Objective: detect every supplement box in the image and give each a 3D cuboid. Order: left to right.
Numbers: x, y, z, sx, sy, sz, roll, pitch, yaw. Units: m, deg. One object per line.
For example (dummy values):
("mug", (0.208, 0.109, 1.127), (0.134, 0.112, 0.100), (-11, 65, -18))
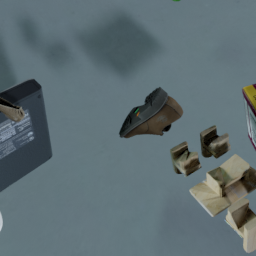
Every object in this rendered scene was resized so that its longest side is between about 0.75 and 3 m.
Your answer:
("supplement box", (2.932, -0.237, 4.471), (1.830, 1.198, 0.945), (-15, 36, 12))

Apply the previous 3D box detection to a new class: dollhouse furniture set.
("dollhouse furniture set", (1.557, 0.667, 3.630), (1.498, 0.975, 1.376), (-28, 41, -12))

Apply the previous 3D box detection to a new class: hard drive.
("hard drive", (-2.113, 0.284, 4.981), (1.505, 2.157, 0.355), (-36, 66, -30))

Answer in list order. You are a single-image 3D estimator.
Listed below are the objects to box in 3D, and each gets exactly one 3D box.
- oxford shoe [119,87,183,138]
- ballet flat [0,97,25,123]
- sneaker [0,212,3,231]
("oxford shoe", (0.265, -0.045, 3.772), (0.542, 1.283, 0.466), (33, 64, -14))
("ballet flat", (-1.779, -0.374, 3.752), (0.205, 0.882, 0.297), (-42, 31, 19))
("sneaker", (-2.476, 1.141, 3.930), (0.828, 2.353, 0.943), (19, 44, 11))
